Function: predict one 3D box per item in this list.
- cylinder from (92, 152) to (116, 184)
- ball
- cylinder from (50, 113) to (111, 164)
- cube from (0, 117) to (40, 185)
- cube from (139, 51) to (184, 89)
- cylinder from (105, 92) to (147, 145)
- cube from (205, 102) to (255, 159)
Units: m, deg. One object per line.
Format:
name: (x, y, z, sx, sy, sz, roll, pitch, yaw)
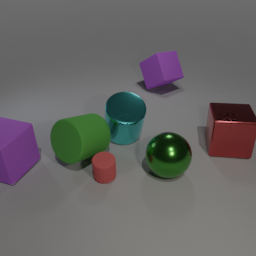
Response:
cylinder: (-0.713, 1.194, 8.443, 0.700, 0.700, 0.700, -1, 39, 1)
ball: (1.228, 0.816, 8.496, 1.400, 1.400, 1.400, 0, 31, 0)
cylinder: (-1.509, 0.303, 9.027, 1.400, 1.400, 1.400, 20, 20, 29)
cube: (-3.812, 0.662, 8.661, 1.400, 1.400, 1.400, 11, 35, 18)
cube: (1.665, -2.884, 13.961, 1.400, 1.400, 1.400, -18, 1, -38)
cylinder: (-0.128, -0.329, 9.959, 1.400, 1.400, 1.400, 3, 57, -4)
cube: (3.516, 0.058, 9.685, 1.400, 1.400, 1.400, 3, 31, 7)
